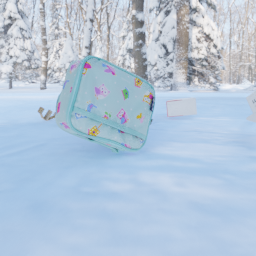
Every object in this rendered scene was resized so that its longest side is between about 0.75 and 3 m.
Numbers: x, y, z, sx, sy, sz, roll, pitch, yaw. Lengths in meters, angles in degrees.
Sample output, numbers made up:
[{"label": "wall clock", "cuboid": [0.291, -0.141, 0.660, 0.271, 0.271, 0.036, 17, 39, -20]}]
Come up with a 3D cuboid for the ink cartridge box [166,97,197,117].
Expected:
[{"label": "ink cartridge box", "cuboid": [2.004, -0.806, 10.561, 1.048, 0.607, 1.800, -6, 5, 10]}]

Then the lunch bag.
[{"label": "lunch bag", "cuboid": [-0.291, -0.313, 4.656, 1.666, 1.336, 0.642, 21, -15, -36]}]

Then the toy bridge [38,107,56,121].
[{"label": "toy bridge", "cuboid": [-2.707, -0.435, 9.456, 0.155, 0.382, 1.137, 33, 2, 14]}]

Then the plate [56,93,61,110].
[{"label": "plate", "cuboid": [-1.985, -0.618, 8.259, 0.142, 1.113, 1.113, 7, 8, -2]}]

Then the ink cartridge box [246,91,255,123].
[{"label": "ink cartridge box", "cuboid": [3.308, -0.562, 5.563, 2.099, 0.706, 1.229, 10, -37, -31]}]
